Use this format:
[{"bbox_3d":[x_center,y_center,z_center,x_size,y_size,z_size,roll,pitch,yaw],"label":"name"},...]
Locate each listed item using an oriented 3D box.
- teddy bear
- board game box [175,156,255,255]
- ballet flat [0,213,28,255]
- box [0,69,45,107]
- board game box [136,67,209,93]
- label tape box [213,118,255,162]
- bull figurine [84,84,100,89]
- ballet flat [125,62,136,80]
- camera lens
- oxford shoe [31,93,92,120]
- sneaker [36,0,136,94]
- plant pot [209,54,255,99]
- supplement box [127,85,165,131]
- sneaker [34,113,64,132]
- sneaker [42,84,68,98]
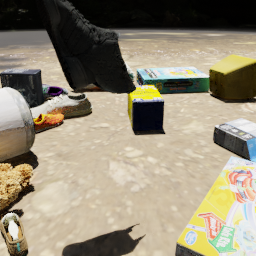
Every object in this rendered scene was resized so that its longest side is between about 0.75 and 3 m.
[{"bbox_3d":[-2.673,1.167,5.124,1.533,0.706,2.114,12,26,31],"label":"teddy bear"},{"bbox_3d":[2.251,1.507,4.554,1.949,0.496,2.899,14,27,30],"label":"board game box"},{"bbox_3d":[-1.859,1.610,4.500,0.347,0.370,1.023,-13,26,-27],"label":"ballet flat"},{"bbox_3d":[-3.931,-1.502,10.492,1.317,1.295,0.773,1,24,3],"label":"box"},{"bbox_3d":[1.997,-2.276,13.049,2.922,0.686,2.206,-3,24,-7],"label":"board game box"},{"bbox_3d":[3.216,0.301,7.335,1.129,0.521,1.576,-13,25,-28],"label":"label tape box"},{"bbox_3d":[-1.380,-2.279,12.733,2.533,0.825,1.538,4,39,-2],"label":"bull figurine"},{"bbox_3d":[-0.189,-3.004,14.879,0.871,0.871,2.429,-5,27,-12],"label":"ballet flat"},{"bbox_3d":[-3.363,0.035,6.470,2.090,1.672,1.672,-21,31,-39],"label":"camera lens"},{"bbox_3d":[-2.408,-0.734,9.497,2.458,0.710,0.924,-13,29,-22],"label":"oxford shoe"},{"bbox_3d":[-0.573,-1.269,4.040,0.973,1.865,0.560,-24,17,-19],"label":"sneaker"},{"bbox_3d":[4.234,-2.027,11.598,1.381,1.566,1.566,-16,27,-14],"label":"plant pot"},{"bbox_3d":[0.522,-0.699,9.057,0.958,0.964,1.760,-2,23,-5],"label":"supplement box"},{"bbox_3d":[-2.477,-0.252,8.662,0.459,0.485,1.258,14,26,31],"label":"sneaker"},{"bbox_3d":[-3.258,-1.514,11.096,1.688,0.628,0.739,2,-7,6],"label":"sneaker"}]
